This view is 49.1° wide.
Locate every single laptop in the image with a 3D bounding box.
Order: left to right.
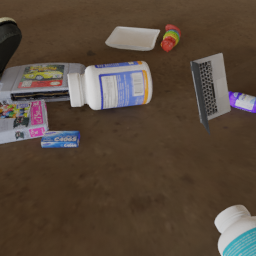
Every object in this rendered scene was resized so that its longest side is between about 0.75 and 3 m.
[{"bbox_3d":[1.658,-0.704,5.278,1.337,1.252,0.775,-20,16,-25],"label":"laptop"}]

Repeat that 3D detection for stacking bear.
[{"bbox_3d":[1.722,-3.617,11.536,0.698,0.745,1.227,14,49,14],"label":"stacking bear"}]

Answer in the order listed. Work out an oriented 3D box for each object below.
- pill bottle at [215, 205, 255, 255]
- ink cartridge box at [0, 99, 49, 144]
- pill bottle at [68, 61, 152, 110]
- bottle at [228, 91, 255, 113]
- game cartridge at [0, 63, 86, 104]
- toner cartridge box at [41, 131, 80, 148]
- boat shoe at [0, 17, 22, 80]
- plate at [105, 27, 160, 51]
[{"bbox_3d":[2.036,2.048,4.256,0.958,0.958,1.730,-11,41,-13],"label":"pill bottle"},{"bbox_3d":[-3.232,-0.137,7.400,2.133,0.448,1.273,-12,40,-12],"label":"ink cartridge box"},{"bbox_3d":[-0.538,-1.189,8.013,2.245,1.258,1.258,-8,40,-10],"label":"pill bottle"},{"bbox_3d":[3.261,-0.816,8.246,1.169,0.382,0.488,21,44,24],"label":"bottle"},{"bbox_3d":[-2.700,-1.497,9.018,2.751,0.562,1.831,-5,35,-6],"label":"game cartridge"},{"bbox_3d":[-1.685,0.280,7.043,0.895,0.193,0.425,-1,39,-1],"label":"toner cartridge box"},{"bbox_3d":[-2.336,-0.735,4.443,0.684,2.182,0.798,44,10,7],"label":"boat shoe"},{"bbox_3d":[0.244,-3.790,11.964,2.008,0.325,2.012,9,40,9],"label":"plate"}]
